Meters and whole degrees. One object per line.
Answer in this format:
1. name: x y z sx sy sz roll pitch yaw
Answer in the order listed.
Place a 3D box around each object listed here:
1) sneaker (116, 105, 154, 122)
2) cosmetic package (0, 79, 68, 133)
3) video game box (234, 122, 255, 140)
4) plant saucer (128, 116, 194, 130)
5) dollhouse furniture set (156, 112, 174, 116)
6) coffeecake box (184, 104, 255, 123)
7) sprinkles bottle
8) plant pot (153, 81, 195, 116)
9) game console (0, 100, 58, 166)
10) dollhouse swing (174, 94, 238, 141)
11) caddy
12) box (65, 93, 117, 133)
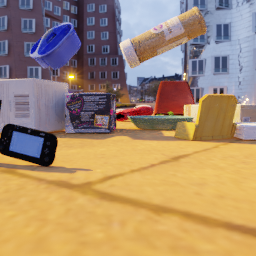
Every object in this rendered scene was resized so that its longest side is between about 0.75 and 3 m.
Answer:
1. sneaker: 0.307 -0.749 16.947 2.516 0.986 1.453 -12 11 8
2. cosmetic package: -3.328 -0.739 9.729 1.748 1.758 2.101 0 3 19
3. video game box: 3.945 0.066 8.057 1.845 0.432 1.681 0 7 3
4. plant saucer: 1.359 -0.240 11.662 2.723 0.489 2.723 1 4 0
5. dollhouse furniture set: 1.479 -0.255 13.546 1.569 0.606 0.784 -20 15 -8
6. coffeecake box: 4.119 -0.532 12.134 2.056 0.978 2.678 -4 6 -40
7. sprinkles bottle: 1.174 -3.049 9.561 2.840 0.969 0.969 -24 1 8
8. plant pot: 2.399 -1.406 14.893 2.084 1.838 2.086 0 -11 2
9. game console: -1.878 0.100 4.337 1.742 1.027 0.210 12 7 13
10. dollhouse swing: 2.165 -0.309 7.794 1.393 1.225 1.266 -3 5 -22
11. caddy: -2.435 -2.783 9.311 1.266 1.791 0.940 15 -29 37
12. box: -1.292 -0.602 10.335 1.605 1.393 2.429 0 4 3
